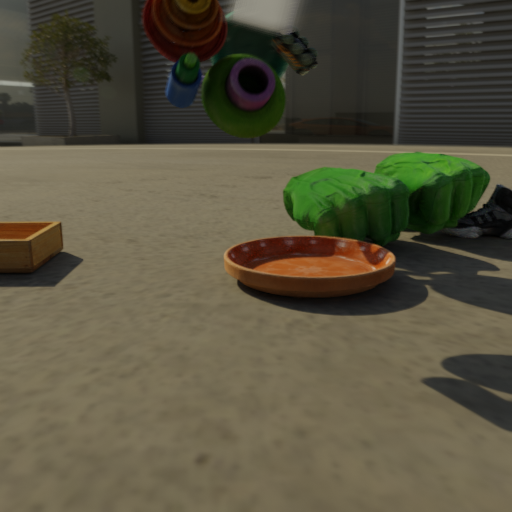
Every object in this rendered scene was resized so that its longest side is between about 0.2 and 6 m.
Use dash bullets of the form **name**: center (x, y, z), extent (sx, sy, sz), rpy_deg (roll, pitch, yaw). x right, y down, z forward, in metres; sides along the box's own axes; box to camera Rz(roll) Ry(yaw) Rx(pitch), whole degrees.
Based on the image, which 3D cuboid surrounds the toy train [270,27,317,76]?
- **toy train**: center (0.653, -3.518, 9.615), extent (0.505, 0.887, 0.378), rpy_deg (-30, 19, 51)

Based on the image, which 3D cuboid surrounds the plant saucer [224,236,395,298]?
- **plant saucer**: center (0.776, 0.143, 8.306), extent (2.497, 0.403, 2.497), rpy_deg (-1, 14, 0)

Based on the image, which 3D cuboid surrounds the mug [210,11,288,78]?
- **mug**: center (-0.256, -3.868, 10.625), extent (1.775, 1.458, 1.097), rpy_deg (-21, 27, 10)

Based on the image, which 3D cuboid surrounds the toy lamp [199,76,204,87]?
- **toy lamp**: center (-0.686, -3.677, 12.791), extent (1.527, 0.444, 0.444), rpy_deg (37, 30, 22)

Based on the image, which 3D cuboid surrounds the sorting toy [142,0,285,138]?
- **sorting toy**: center (-0.529, -2.516, 7.018), extent (1.373, 2.284, 0.938), rpy_deg (-46, 5, -17)

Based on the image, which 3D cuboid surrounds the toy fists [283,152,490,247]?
- **toy fists**: center (2.620, -1.101, 10.824), extent (4.067, 1.398, 2.073), rpy_deg (-13, 18, -23)

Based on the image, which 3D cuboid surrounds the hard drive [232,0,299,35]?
- **hard drive**: center (0.104, -2.522, 5.436), extent (0.111, 0.575, 0.872), rpy_deg (-2, 27, -39)

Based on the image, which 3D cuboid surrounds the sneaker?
- **sneaker**: center (4.546, -0.905, 11.120), extent (1.843, 1.049, 0.695), rpy_deg (3, 14, 13)

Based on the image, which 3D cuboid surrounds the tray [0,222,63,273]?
- **tray**: center (-4.980, -0.150, 9.136), extent (3.146, 0.583, 1.552), rpy_deg (-1, 14, -1)
